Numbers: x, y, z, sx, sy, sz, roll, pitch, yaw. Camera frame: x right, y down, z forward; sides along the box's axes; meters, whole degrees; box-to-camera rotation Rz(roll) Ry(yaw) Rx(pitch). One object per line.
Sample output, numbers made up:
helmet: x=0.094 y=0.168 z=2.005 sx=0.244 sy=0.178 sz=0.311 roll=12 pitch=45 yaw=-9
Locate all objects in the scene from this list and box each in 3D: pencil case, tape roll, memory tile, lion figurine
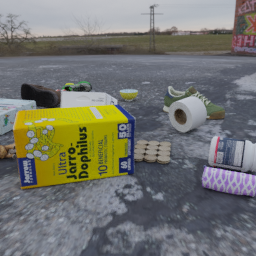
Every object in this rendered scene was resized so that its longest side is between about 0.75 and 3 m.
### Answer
pencil case: x=2.427 y=1.296 z=6.757 sx=1.300 sy=0.545 sz=0.556 roll=10 pitch=-10 yaw=23
tape roll: x=2.301 y=-0.540 z=10.856 sx=0.845 sy=1.230 sz=1.230 roll=-22 pitch=28 yaw=-33
memory tile: x=0.763 y=0.740 z=8.936 sx=1.188 sy=0.130 sz=1.550 roll=3 pitch=20 yaw=10
lion figurine: x=-3.636 y=0.642 z=8.824 sx=0.892 sy=0.528 sz=1.456 roll=1 pitch=3 yaw=27

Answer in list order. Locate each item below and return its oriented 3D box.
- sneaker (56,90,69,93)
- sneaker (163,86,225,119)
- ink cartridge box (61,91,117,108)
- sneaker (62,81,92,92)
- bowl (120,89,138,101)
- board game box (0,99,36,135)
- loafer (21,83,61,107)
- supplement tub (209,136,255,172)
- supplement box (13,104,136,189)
sneaker: x=-3.619 y=-1.831 z=15.758 sx=0.686 sy=0.645 sz=1.674 roll=10 pitch=21 yaw=9
sneaker: x=3.002 y=-1.256 z=12.932 sx=2.926 sy=1.314 sz=0.981 roll=11 pitch=21 yaw=28
ink cartridge box: x=-1.459 y=-0.807 z=11.113 sx=1.712 sy=0.998 sz=2.366 roll=3 pitch=0 yaw=7
sneaker: x=-3.181 y=-2.395 z=17.426 sx=1.953 sy=0.762 sz=0.832 roll=-6 pitch=25 yaw=10
bowl: x=0.053 y=-1.819 z=15.777 sx=1.025 sy=0.552 sz=1.025 roll=-1 pitch=18 yaw=0
board game box: x=-5.299 y=-0.545 z=11.657 sx=1.876 sy=0.817 sz=2.543 roll=4 pitch=18 yaw=12
loafer: x=-4.575 y=-1.687 z=14.930 sx=2.971 sy=1.085 sz=1.055 roll=20 pitch=17 yaw=30
supplement tub: x=2.934 y=0.732 z=7.784 sx=1.240 sy=0.870 sz=0.870 roll=8 pitch=21 yaw=22
supplement box: x=-1.428 y=0.389 z=7.638 sx=2.955 sy=1.608 sz=1.618 roll=-6 pitch=20 yaw=-16
